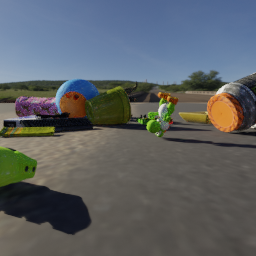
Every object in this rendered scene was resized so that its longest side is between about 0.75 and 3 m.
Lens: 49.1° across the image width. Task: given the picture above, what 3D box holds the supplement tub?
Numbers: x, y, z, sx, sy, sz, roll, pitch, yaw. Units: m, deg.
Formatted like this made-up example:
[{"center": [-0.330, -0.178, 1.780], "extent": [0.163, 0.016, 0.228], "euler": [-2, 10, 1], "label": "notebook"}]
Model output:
[{"center": [3.312, -0.741, 7.696], "extent": [2.152, 1.318, 1.318], "euler": [-22, 16, -25], "label": "supplement tub"}]

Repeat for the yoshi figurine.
[{"center": [0.728, -0.265, 6.333], "extent": [0.576, 1.028, 0.578], "euler": [16, 20, 6], "label": "yoshi figurine"}]

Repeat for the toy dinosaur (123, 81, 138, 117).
[{"center": [-0.263, -1.011, 11.310], "extent": [1.103, 2.156, 0.830], "euler": [37, 43, 23], "label": "toy dinosaur"}]

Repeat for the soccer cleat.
[{"center": [-1.767, 0.384, 3.123], "extent": [1.654, 0.558, 0.670], "euler": [5, -8, 27], "label": "soccer cleat"}]

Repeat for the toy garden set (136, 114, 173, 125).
[{"center": [1.069, -0.343, 10.266], "extent": [1.275, 0.305, 1.530], "euler": [-1, 6, -10], "label": "toy garden set"}]

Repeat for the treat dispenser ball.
[{"center": [-1.842, -0.999, 10.413], "extent": [1.643, 1.643, 1.643], "euler": [0, 6, 0], "label": "treat dispenser ball"}]

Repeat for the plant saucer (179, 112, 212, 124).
[{"center": [2.933, -0.393, 10.521], "extent": [1.489, 0.361, 1.489], "euler": [-4, 7, -33], "label": "plant saucer"}]

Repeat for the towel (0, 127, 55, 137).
[{"center": [-2.482, 0.066, 6.949], "extent": [1.279, 0.115, 0.550], "euler": [-1, 20, -10], "label": "towel"}]

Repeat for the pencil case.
[{"center": [-3.775, -0.933, 12.399], "extent": [2.494, 1.032, 1.079], "euler": [1, -2, 19], "label": "pencil case"}]

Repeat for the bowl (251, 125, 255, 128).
[{"center": [4.271, -0.916, 7.961], "extent": [0.816, 2.184, 2.187], "euler": [20, 6, 6], "label": "bowl"}]

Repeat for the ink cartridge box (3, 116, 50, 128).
[{"center": [-3.044, -0.194, 8.848], "extent": [0.859, 0.336, 1.814], "euler": [2, 9, 7], "label": "ink cartridge box"}]

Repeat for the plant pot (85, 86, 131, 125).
[{"center": [-0.754, -0.660, 9.636], "extent": [1.270, 1.319, 1.319], "euler": [-16, 13, -25], "label": "plant pot"}]

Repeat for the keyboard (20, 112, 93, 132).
[{"center": [-2.093, -0.206, 8.166], "extent": [2.011, 0.207, 1.278], "euler": [-4, 23, -37], "label": "keyboard"}]
